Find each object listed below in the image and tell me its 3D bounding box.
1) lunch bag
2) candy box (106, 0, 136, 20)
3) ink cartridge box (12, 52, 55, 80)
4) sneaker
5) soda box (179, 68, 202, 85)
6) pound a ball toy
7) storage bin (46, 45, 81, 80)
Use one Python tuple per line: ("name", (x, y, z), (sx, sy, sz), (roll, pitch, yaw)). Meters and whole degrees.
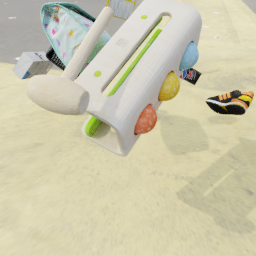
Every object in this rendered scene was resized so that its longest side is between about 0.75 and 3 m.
("lunch bag", (-1.026, -2.017, 6.310), (1.727, 1.053, 1.472), (52, 23, 23))
("candy box", (-0.121, -4.786, 9.603), (1.002, 1.959, 0.259), (8, 21, -22))
("ink cartridge box", (-2.885, -1.965, 8.731), (0.429, 0.728, 1.265), (45, 23, 2))
("sneaker", (2.469, -0.665, 6.791), (0.590, 0.458, 1.310), (-48, 22, -9))
("soda box", (1.383, -1.634, 7.688), (1.247, 0.395, 0.441), (21, 19, -22))
("pound a ball toy", (0.134, -0.848, 4.208), (1.238, 1.900, 2.914), (27, 66, 18))
("storage bin", (-1.362, -2.013, 7.932), (1.061, 1.570, 0.736), (-20, 45, 47))
